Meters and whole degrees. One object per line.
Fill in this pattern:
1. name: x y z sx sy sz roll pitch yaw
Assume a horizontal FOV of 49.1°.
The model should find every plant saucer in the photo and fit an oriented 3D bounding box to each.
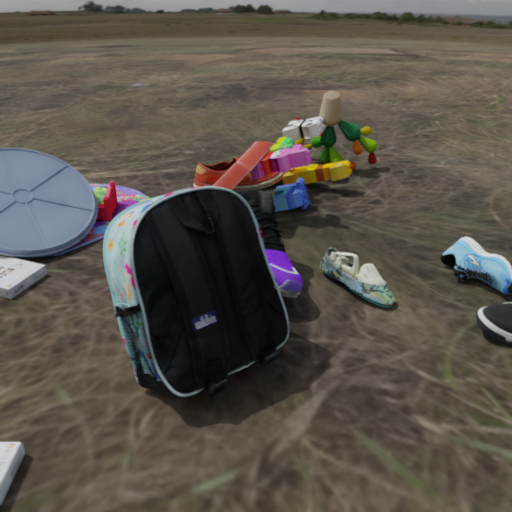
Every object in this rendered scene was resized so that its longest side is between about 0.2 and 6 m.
1. plant saucer: -0.623 -1.871 13.529 0.389 2.116 2.121 44 30 -9

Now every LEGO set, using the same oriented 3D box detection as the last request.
1. LEGO set: 1.436 -2.402 14.598 1.790 1.664 4.362 -7 24 20

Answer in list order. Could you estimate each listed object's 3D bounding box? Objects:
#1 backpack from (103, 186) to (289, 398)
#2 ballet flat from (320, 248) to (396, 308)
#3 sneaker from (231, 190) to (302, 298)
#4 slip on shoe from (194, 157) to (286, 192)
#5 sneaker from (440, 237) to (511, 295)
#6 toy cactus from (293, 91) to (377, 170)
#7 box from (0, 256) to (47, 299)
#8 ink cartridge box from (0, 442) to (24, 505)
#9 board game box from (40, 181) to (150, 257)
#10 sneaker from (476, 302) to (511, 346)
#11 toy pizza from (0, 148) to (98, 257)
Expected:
1. backpack: -0.983 0.380 8.284 2.419 2.725 2.051 -22 14 -34
2. ballet flat: 1.895 0.336 10.537 0.673 0.673 1.812 -21 35 -35
3. sneaker: -0.055 -0.439 10.684 1.116 1.597 3.211 16 14 -37
4. slip on shoe: -0.395 -2.290 15.381 2.732 0.836 1.012 -10 27 -21
5. sneaker: 4.254 0.318 10.805 0.805 0.702 1.790 -26 29 -8
6. toy cactus: 2.267 -3.781 16.587 2.856 2.356 1.460 20 52 19
7. box: -4.985 0.376 10.913 1.415 0.257 1.021 12 30 18
8. ink cartridge box: -3.533 2.679 6.455 1.272 0.276 1.260 2 27 -2
9. board game box: -4.636 -1.334 13.528 3.455 0.851 4.372 21 35 35
10. sneaker: 4.938 0.843 9.110 2.590 1.073 0.929 2 28 3
11. toy pizza: -5.187 -1.162 12.389 3.239 0.513 3.239 14 46 -15
